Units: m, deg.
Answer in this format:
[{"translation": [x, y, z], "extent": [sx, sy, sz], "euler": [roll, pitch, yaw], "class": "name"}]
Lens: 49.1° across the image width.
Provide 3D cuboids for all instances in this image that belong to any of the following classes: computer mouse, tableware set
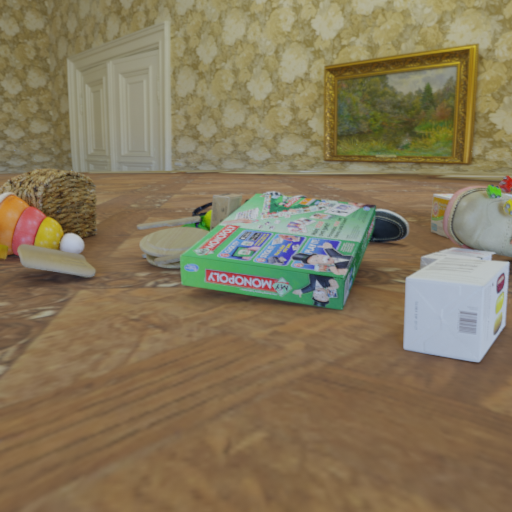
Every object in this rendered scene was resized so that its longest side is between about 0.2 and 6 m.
[{"translation": [-0.570, -1.307, 16.916], "extent": [2.734, 0.465, 0.801], "euler": [-3, 46, 4], "class": "computer mouse"}, {"translation": [-0.619, -0.206, 10.788], "extent": [3.186, 0.639, 2.106], "euler": [-9, 24, -18], "class": "tableware set"}]

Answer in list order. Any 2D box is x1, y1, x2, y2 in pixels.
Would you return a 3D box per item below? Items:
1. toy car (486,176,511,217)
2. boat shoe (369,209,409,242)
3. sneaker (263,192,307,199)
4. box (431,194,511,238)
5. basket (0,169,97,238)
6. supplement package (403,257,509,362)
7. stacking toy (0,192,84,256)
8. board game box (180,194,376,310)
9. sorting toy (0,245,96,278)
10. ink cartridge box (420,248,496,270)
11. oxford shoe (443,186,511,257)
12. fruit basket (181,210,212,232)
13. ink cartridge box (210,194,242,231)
[{"translation": [3.962, -0.999, 9.119], "extent": [0.704, 0.748, 0.167], "euler": [10, -23, -30], "class": "toy car"}, {"translation": [2.344, -0.658, 12.732], "extent": [2.170, 0.821, 0.655], "euler": [8, 25, 35], "class": "boat shoe"}, {"translation": [0.732, -1.619, 17.945], "extent": [2.015, 0.750, 0.853], "euler": [3, 1, -35], "class": "sneaker"}, {"translation": [5.418, -0.998, 13.740], "extent": [1.935, 0.981, 1.088], "euler": [-1, 11, -7], "class": "box"}, {"translation": [-4.988, -1.168, 12.848], "extent": [1.741, 1.668, 2.337], "euler": [4, 12, 16], "class": "basket"}, {"translation": [2.305, 0.533, 6.356], "extent": [0.804, 0.835, 1.467], "euler": [6, 13, 33], "class": "supplement package"}, {"translation": [-4.322, -0.396, 11.099], "extent": [1.813, 1.325, 1.325], "euler": [18, 11, -3], "class": "stacking toy"}, {"translation": [0.574, -0.261, 9.272], "extent": [2.389, 0.517, 3.550], "euler": [7, 23, 17], "class": "board game box"}, {"translation": [-3.629, 0.068, 9.347], "extent": [1.700, 0.228, 1.267], "euler": [12, 6, -26], "class": "sorting toy"}, {"translation": [3.288, 0.187, 9.081], "extent": [0.772, 0.452, 1.331], "euler": [10, 14, 40], "class": "ink cartridge box"}, {"translation": [4.515, -0.481, 9.705], "extent": [3.210, 1.136, 1.185], "euler": [7, 12, -35], "class": "oxford shoe"}, {"translation": [-0.954, -0.599, 12.090], "extent": [1.141, 0.823, 1.141], "euler": [-13, 4, 1], "class": "fruit basket"}, {"translation": [-0.552, -0.671, 10.165], "extent": [0.332, 0.883, 0.728], "euler": [9, 10, 15], "class": "ink cartridge box"}]
